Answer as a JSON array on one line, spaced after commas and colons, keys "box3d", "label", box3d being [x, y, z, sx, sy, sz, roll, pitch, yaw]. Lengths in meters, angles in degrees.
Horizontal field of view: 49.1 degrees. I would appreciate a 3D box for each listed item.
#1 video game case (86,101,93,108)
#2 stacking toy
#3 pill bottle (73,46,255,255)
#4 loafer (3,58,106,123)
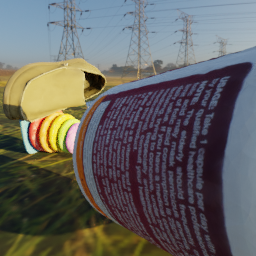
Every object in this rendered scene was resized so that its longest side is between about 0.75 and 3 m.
[{"box3d": [-0.883, -1.081, 11.436, 1.626, 0.205, 1.787, -15, 12, -7], "label": "video game case"}, {"box3d": [-1.171, 0.141, 5.683, 1.828, 1.003, 1.061, 13, 32, 26], "label": "stacking toy"}, {"box3d": [0.781, 0.265, 2.031, 1.556, 1.556, 2.725, -6, 3, -31], "label": "pill bottle"}, {"box3d": [-1.318, -0.842, 5.612, 0.874, 0.985, 2.592, 17, 34, 22], "label": "loafer"}]
